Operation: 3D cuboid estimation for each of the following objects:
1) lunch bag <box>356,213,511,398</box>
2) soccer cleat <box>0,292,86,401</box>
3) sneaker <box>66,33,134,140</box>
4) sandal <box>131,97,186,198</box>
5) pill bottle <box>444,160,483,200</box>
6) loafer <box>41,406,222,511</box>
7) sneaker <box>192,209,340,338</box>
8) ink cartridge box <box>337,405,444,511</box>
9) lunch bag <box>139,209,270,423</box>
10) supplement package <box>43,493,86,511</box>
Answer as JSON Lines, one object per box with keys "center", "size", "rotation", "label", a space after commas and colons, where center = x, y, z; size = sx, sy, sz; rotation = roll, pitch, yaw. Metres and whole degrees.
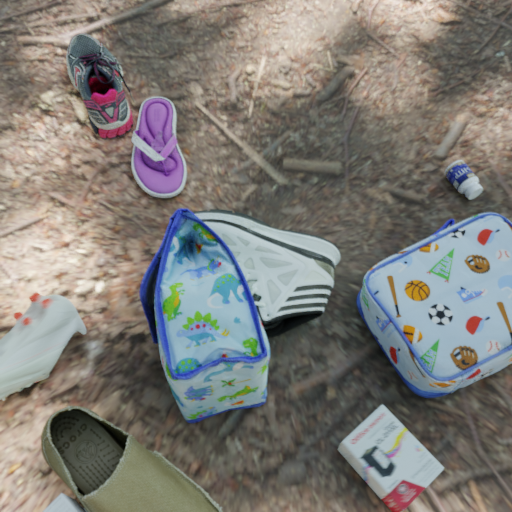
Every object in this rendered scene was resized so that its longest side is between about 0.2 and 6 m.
{"center": [3.407, 0.692, 9.327], "size": [3.126, 1.181, 2.505], "rotation": [-24, 60, -13], "label": "lunch bag"}
{"center": [-3.852, 1.815, 8.673], "size": [0.982, 1.099, 2.835], "rotation": [20, 59, 47], "label": "soccer cleat"}
{"center": [-3.381, -3.900, 12.095], "size": [1.171, 1.084, 2.904], "rotation": [-22, 61, -13], "label": "sneaker"}
{"center": [-2.066, -2.332, 11.404], "size": [1.084, 0.655, 2.664], "rotation": [-10, 60, -6], "label": "sandal"}
{"center": [4.101, -1.486, 11.030], "size": [0.440, 0.440, 0.735], "rotation": [-23, 62, -13], "label": "pill bottle"}
{"center": [-1.777, 3.276, 7.764], "size": [3.423, 1.154, 1.302], "rotation": [28, 63, 16], "label": "loafer"}
{"center": [-0.209, 0.332, 9.492], "size": [3.075, 1.160, 1.769], "rotation": [12, 61, 6], "label": "sneaker"}
{"center": [1.961, 3.000, 8.307], "size": [0.903, 0.513, 1.239], "rotation": [-36, 66, -19], "label": "ink cartridge box"}
{"center": [-0.826, 0.910, 8.559], "size": [1.669, 2.228, 2.620], "rotation": [-10, 60, -8], "label": "lunch bag"}
{"center": [-2.441, 3.975, 7.593], "size": [1.213, 0.736, 0.727], "rotation": [38, 66, 20], "label": "supplement package"}
